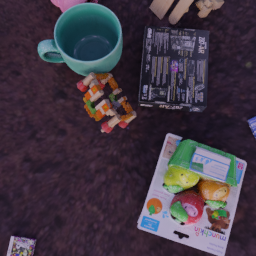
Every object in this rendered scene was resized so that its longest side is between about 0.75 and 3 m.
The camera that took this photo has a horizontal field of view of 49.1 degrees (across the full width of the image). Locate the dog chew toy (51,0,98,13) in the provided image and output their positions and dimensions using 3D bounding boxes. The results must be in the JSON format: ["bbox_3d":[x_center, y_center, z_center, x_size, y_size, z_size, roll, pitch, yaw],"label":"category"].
[{"bbox_3d":[-2.217,-4.942,10.166,2.317,1.443,1.443,38,80,17],"label":"dog chew toy"}]

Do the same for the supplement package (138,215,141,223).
[{"bbox_3d":[0.727,2.616,8.661,0.504,0.708,0.909,25,75,4],"label":"supplement package"}]

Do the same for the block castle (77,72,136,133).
[{"bbox_3d":[-0.745,-0.836,9.241,0.914,1.302,1.949,-36,80,33],"label":"block castle"}]

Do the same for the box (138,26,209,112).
[{"bbox_3d":[1.609,-2.095,9.869,2.303,0.626,2.875,4,78,1],"label":"box"}]

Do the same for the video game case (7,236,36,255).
[{"bbox_3d":[-3.364,3.826,8.828,0.793,0.142,0.719,9,78,2],"label":"video game case"}]

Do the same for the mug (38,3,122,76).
[{"bbox_3d":[-1.466,-2.904,9.556,2.585,1.599,2.124,17,79,4],"label":"mug"}]

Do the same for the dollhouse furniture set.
[{"bbox_3d":[2.221,-4.662,10.598,1.791,1.459,1.703,-31,77,-42],"label":"dollhouse furniture set"}]

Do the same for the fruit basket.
[{"bbox_3d":[2.032,1.958,8.375,2.775,1.405,2.997,20,73,-3],"label":"fruit basket"}]

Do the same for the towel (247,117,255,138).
[{"bbox_3d":[5.310,0.478,9.494,1.706,0.281,2.356,-21,78,-5],"label":"towel"}]
